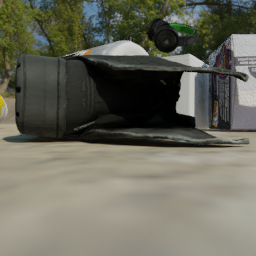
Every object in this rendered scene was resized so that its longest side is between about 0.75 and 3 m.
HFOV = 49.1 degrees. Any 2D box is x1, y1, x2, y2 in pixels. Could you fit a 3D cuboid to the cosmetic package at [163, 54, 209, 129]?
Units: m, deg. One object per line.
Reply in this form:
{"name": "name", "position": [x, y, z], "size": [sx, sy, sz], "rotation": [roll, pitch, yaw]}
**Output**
{"name": "cosmetic package", "position": [0.704, -0.669, 6.375], "size": [2.302, 1.415, 2.295], "rotation": [2, 2, 31]}

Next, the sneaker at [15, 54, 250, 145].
{"name": "sneaker", "position": [-0.223, -0.264, 2.644], "size": [1.364, 0.786, 2.616], "rotation": [0, 6, -12]}

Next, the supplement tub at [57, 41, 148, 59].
{"name": "supplement tub", "position": [-0.721, -0.639, 4.929], "size": [2.271, 1.391, 1.391], "rotation": [-1, 0, 41]}

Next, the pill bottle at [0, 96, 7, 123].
{"name": "pill bottle", "position": [-3.428, -0.458, 6.480], "size": [0.965, 0.965, 1.716], "rotation": [0, 1, -7]}

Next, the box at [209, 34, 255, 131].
{"name": "box", "position": [2.748, -0.730, 4.859], "size": [2.362, 1.561, 1.355], "rotation": [0, 1, 1]}

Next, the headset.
{"name": "headset", "position": [1.300, -3.444, 10.944], "size": [2.842, 1.335, 1.755], "rotation": [-8, 38, -13]}
